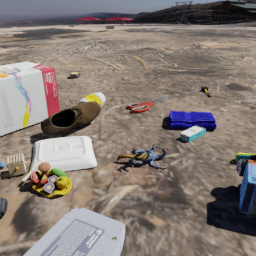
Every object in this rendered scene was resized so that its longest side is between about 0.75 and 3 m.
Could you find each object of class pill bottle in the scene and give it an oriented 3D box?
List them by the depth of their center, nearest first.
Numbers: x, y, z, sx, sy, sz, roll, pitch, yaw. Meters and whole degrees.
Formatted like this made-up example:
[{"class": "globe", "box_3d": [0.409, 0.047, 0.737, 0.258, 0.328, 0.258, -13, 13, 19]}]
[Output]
[{"class": "pill bottle", "box_3d": [-1.388, -0.945, 10.871, 0.706, 0.706, 1.252, 11, 28, 21]}]

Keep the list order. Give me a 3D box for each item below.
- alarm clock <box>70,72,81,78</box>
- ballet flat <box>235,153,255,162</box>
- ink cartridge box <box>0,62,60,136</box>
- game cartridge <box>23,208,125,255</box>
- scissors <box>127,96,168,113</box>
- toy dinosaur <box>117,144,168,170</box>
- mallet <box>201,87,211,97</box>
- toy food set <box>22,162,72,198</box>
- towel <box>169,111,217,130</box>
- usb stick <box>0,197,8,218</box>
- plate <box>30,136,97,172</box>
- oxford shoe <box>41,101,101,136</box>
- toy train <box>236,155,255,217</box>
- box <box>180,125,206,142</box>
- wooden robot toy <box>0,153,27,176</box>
[{"class": "alarm clock", "box_3d": [-2.999, -2.934, 15.596, 0.570, 0.281, 0.845, 9, 25, 18]}, {"class": "ballet flat", "box_3d": [3.452, 0.833, 7.578, 1.040, 0.348, 0.349, 7, 10, 19]}, {"class": "ink cartridge box", "box_3d": [-4.094, -1.125, 9.871, 1.892, 1.884, 2.604, 20, 32, 35]}, {"class": "game cartridge", "box_3d": [-0.937, 2.188, 4.635, 1.350, 0.415, 2.028, 9, 27, 27]}, {"class": "scissors", "box_3d": [1.034, -1.002, 11.698, 2.397, 0.167, 0.877, -15, 27, -31]}, {"class": "toy dinosaur", "box_3d": [0.524, 0.695, 7.647, 1.229, 0.646, 1.116, 10, 7, 44]}, {"class": "mallet", "box_3d": [3.642, -1.684, 13.083, 0.337, 0.211, 1.024, 2, 29, 4]}, {"class": "toy food set", "box_3d": [-1.908, 1.143, 6.605, 1.248, 0.408, 0.734, 21, 40, 22]}, {"class": "towel", "box_3d": [2.262, -0.340, 9.943, 1.612, 0.399, 1.191, 2, 26, 5]}, {"class": "usb stick", "box_3d": [-3.451, 1.731, 5.666, 1.858, 0.303, 0.515, -5, 25, -12]}, {"class": "plate", "box_3d": [-1.846, 0.667, 7.958, 1.743, 0.282, 1.739, -6, 25, -12]}, {"class": "oxford shoe", "box_3d": [-1.691, -0.374, 9.240, 2.210, 0.803, 0.933, -29, 3, -35]}, {"class": "toy train", "box_3d": [3.607, 1.278, 5.798, 2.612, 1.132, 1.492, 11, 36, 17]}, {"class": "box", "box_3d": [2.106, 0.177, 9.060, 0.888, 0.218, 0.365, -21, 32, -37]}, {"class": "wooden robot toy", "box_3d": [-3.815, 0.765, 6.763, 2.464, 1.118, 1.086, -2, 25, -3]}]
